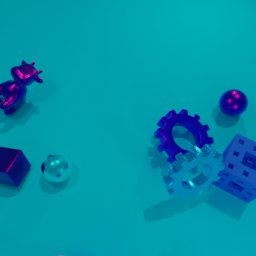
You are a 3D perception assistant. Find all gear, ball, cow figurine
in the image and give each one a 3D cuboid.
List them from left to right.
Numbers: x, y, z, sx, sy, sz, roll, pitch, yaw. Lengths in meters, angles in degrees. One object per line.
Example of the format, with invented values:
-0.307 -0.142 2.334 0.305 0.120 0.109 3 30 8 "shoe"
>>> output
-3.263 -1.194 8.361 1.601 1.627 0.893 -43 89 -17 "cow figurine"
-1.927 1.062 7.558 0.821 0.821 0.821 0 62 0 "ball"
1.602 0.280 7.981 1.712 0.317 1.712 8 62 -16 "gear"
1.560 1.062 6.617 1.500 1.500 0.277 -19 41 -10 "gear"
3.207 -0.769 8.532 0.841 0.841 0.841 0 62 0 "ball"

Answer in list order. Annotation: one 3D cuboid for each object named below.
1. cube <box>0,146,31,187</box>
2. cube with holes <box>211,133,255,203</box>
-3.198 1.032 7.493 0.739 0.739 0.739 7 50 15 "cube"
3.027 1.074 7.381 1.129 1.129 1.129 27 65 14 "cube with holes"
